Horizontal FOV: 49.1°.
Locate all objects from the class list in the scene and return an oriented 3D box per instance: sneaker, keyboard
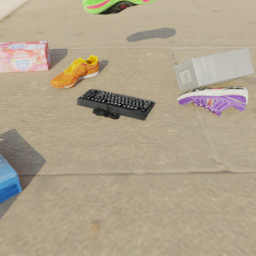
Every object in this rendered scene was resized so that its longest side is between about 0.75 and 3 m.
[{"bbox_3d":[-0.213,-4.561,9.644,2.708,1.039,1.134,-9,15,2],"label":"sneaker"},{"bbox_3d":[-0.483,-0.793,9.383,2.497,0.320,1.499,13,39,19],"label":"keyboard"},{"bbox_3d":[-2.073,-2.217,10.816,0.853,0.902,2.339,25,45,28],"label":"sneaker"},{"bbox_3d":[2.665,-0.830,9.044,2.221,0.927,0.896,3,14,29],"label":"sneaker"}]

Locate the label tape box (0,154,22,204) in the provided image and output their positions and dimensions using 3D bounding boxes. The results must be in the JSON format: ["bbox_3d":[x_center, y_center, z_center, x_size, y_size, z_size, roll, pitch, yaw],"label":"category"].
[{"bbox_3d":[-3.612,1.099,6.545,1.420,0.623,1.969,-29,45,-33],"label":"label tape box"}]

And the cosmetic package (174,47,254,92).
[{"bbox_3d":[3.102,-2.092,10.127,2.457,1.108,1.312,-18,3,-21],"label":"cosmetic package"}]

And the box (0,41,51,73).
[{"bbox_3d":[-4.374,-3.005,11.800,2.023,0.958,1.038,-4,37,-6],"label":"box"}]
